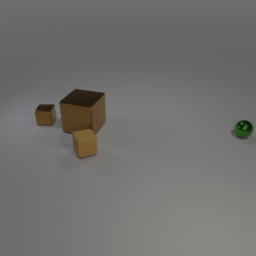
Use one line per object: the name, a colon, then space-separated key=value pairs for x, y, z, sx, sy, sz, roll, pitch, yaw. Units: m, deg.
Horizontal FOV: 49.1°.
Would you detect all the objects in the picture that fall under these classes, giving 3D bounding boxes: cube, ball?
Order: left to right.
cube: x=-3.553 y=-0.574 z=12.122 sx=0.700 sy=0.700 sz=0.700 roll=0 pitch=30 yaw=1
cube: x=-1.818 y=-0.652 z=11.560 sx=1.400 sy=1.400 sz=1.400 roll=10 pitch=32 yaw=15
cube: x=-1.551 y=0.544 z=10.072 sx=0.700 sy=0.700 sz=0.700 roll=-11 pitch=33 yaw=-24
ball: x=4.580 y=0.032 z=11.061 sx=0.700 sy=0.700 sz=0.700 roll=0 pitch=31 yaw=0
